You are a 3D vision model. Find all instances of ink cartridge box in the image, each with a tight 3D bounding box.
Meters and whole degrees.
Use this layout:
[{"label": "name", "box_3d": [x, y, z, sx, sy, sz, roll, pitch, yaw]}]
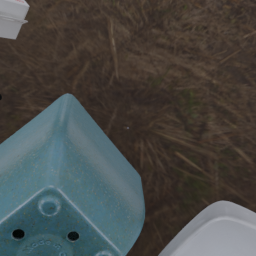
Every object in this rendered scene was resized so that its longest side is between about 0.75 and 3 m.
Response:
[{"label": "ink cartridge box", "box_3d": [-2.950, -2.681, 6.132, 1.433, 0.921, 0.897, 51, 123, 19]}]

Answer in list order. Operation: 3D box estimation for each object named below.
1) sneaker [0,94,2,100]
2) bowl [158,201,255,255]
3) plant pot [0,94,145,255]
[{"label": "sneaker", "box_3d": [-2.832, -0.982, 5.480, 0.438, 1.106, 0.417, 5, 41, 27]}, {"label": "bowl", "box_3d": [1.677, 2.367, 4.501, 2.440, 0.911, 2.436, 32, 113, -4]}, {"label": "plant pot", "box_3d": [-1.183, 1.244, 4.529, 2.452, 2.497, 2.445, -37, 107, 2]}]
